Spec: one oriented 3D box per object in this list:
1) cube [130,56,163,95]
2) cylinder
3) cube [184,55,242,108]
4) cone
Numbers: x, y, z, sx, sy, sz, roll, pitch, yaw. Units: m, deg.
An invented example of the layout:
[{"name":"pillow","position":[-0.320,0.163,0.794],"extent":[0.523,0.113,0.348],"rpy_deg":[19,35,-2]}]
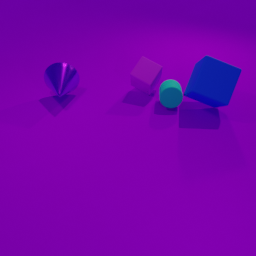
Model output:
[{"name":"cube","position":[0.627,-1.808,9.758],"extent":[0.824,0.824,0.824],"rpy_deg":[30,76,11]},{"name":"cylinder","position":[1.411,-1.134,9.269],"extent":[0.741,0.741,0.741],"rpy_deg":[3,28,4]},{"name":"cube","position":[2.598,-1.405,8.774],"extent":[1.171,1.171,1.171],"rpy_deg":[21,0,-2]},{"name":"cone","position":[-2.210,-1.342,9.204],"extent":[1.206,1.206,1.210],"rpy_deg":[-4,39,-6]}]
